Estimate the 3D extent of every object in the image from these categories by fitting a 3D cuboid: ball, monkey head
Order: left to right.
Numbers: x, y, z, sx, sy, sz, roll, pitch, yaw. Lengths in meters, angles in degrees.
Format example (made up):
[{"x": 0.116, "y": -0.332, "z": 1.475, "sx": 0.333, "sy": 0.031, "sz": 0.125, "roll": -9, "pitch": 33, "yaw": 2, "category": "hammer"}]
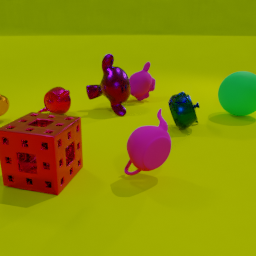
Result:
[{"x": -0.629, "y": -1.279, "z": 8.887, "sx": 1.390, "sy": 1.932, "sz": 1.164, "roll": -14, "pitch": 6, "yaw": -8, "category": "monkey head"}, {"x": 0.376, "y": -1.656, "z": 10.345, "sx": 0.977, "sy": 1.621, "sz": 1.166, "roll": 35, "pitch": 6, "yaw": -39, "category": "monkey head"}, {"x": 3.413, "y": -1.032, "z": 8.452, "sx": 1.336, "sy": 1.336, "sz": 1.336, "roll": 0, "pitch": 20, "yaw": 0, "category": "ball"}]

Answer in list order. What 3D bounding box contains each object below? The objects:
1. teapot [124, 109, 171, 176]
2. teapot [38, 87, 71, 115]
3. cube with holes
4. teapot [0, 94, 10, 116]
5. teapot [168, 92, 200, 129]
[{"x": 0.352, "y": 0.279, "z": 4.962, "sx": 0.830, "sy": 1.335, "sz": 0.654, "roll": 32, "pitch": 1, "yaw": -44, "category": "teapot"}, {"x": -2.254, "y": -0.802, "z": 8.646, "sx": 1.414, "sy": 0.879, "sz": 0.692, "roll": -30, "pitch": -4, "yaw": 33, "category": "teapot"}, {"x": -1.511, "y": 0.399, "z": 5.018, "sx": 1.043, "sy": 1.043, "sz": 1.043, "roll": 6, "pitch": 21, "yaw": 13, "category": "cube with holes"}, {"x": -3.799, "y": -0.648, "z": 8.024, "sx": 0.546, "sy": 1.115, "sz": 0.693, "roll": 34, "pitch": 31, "yaw": 26, "category": "teapot"}, {"x": 1.540, "y": -0.457, "z": 7.471, "sx": 0.755, "sy": 1.542, "sz": 0.959, "roll": -19, "pitch": 54, "yaw": 13, "category": "teapot"}]
